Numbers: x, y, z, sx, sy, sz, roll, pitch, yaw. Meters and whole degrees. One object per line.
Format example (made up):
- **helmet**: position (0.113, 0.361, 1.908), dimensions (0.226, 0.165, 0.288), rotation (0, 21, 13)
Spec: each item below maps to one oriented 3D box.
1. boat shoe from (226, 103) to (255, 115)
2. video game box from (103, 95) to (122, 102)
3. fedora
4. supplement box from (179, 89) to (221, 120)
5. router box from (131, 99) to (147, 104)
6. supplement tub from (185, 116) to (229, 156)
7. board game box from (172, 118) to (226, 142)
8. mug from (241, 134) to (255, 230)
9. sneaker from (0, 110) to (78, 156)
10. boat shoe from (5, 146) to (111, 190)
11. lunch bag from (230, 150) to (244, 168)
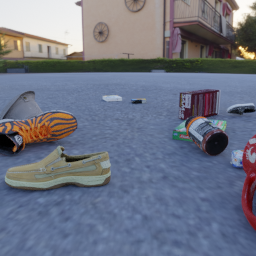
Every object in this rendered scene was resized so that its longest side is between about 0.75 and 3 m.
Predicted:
- **boat shoe**: position (5.502, -0.841, 13.545), dimensions (1.406, 0.492, 0.466), rotation (-6, 53, -8)
- **video game box**: position (-1.044, -1.955, 18.454), dimensions (1.007, 0.259, 1.105), rotation (-3, 14, -21)
- **fedora**: position (-3.684, -0.377, 10.173), dimensions (0.941, 1.843, 2.084), rotation (32, 13, 4)
- **supplement box**: position (3.402, -1.132, 13.203), dimensions (2.318, 1.261, 0.706), rotation (-11, 17, -39)
- **router box**: position (0.668, -1.672, 17.385), dimensions (0.883, 0.226, 0.659), rotation (-2, 15, -9)
- **supplement tub**: position (2.337, 0.160, 8.638), dimensions (0.836, 0.836, 1.562), rotation (-4, 24, -14)
- **board game box**: position (2.718, 0.056, 10.419), dimensions (1.554, 0.336, 2.310), rotation (7, 16, 24)
- **mug**: position (3.010, 0.833, 5.008), dimensions (2.146, 1.613, 2.418), rotation (0, 11, -6)
- **sneaker**: position (-2.974, 0.245, 8.671), dimensions (2.803, 1.087, 1.571), rotation (-12, 19, -4)
- **boat shoe**: position (-1.558, 0.825, 6.309), dimensions (2.320, 0.883, 0.831), rotation (-3, 15, -10)
- **lunch bag**: position (3.149, 0.853, 7.352), dimensions (0.884, 0.334, 0.708), rotation (4, 17, 12)
